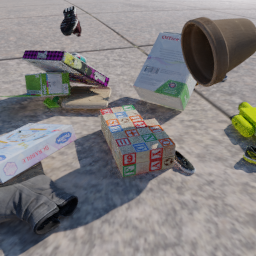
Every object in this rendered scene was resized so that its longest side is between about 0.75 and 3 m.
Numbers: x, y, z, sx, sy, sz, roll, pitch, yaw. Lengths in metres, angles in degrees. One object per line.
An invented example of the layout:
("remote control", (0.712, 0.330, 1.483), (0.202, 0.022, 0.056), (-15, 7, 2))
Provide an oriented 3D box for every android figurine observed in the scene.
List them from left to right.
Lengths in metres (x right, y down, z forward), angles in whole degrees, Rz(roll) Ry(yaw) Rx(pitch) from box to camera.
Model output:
("android figurine", (4.930, -0.131, 9.450), (2.530, 0.571, 2.780), (-4, 31, -7))

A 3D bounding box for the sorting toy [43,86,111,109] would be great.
("sorting toy", (-2.030, -1.208, 11.384), (2.587, 0.381, 1.912), (1, 29, 2))

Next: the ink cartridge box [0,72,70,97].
("ink cartridge box", (-3.658, -1.657, 10.758), (2.356, 0.893, 1.742), (-8, 12, -36))

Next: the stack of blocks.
("stack of blocks", (0.183, 0.242, 8.630), (1.534, 0.780, 2.664), (-10, 33, -15))

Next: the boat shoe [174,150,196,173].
("boat shoe", (1.572, 0.958, 7.984), (0.315, 0.260, 0.917), (-18, 36, -27))

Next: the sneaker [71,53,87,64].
("sneaker", (-2.976, -3.754, 15.341), (1.343, 0.562, 0.811), (25, 30, 33))

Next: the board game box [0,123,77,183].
("board game box", (-3.041, 0.548, 7.788), (2.324, 0.478, 2.319), (3, 26, 43))

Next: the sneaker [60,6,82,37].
("sneaker", (-1.489, -2.751, 7.756), (0.483, 0.737, 1.276), (-11, 50, 11))

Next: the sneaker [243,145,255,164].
("sneaker", (3.916, 0.825, 7.986), (1.147, 0.486, 0.427), (12, 35, 18))

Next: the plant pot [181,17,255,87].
("plant pot", (2.652, -2.340, 7.916), (1.666, 1.911, 1.911), (-23, 36, -8))

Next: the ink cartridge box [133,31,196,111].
("ink cartridge box", (1.744, -2.308, 11.092), (1.999, 1.204, 2.751), (18, 75, 27))

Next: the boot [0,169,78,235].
("boot", (-2.391, 1.823, 6.082), (1.566, 0.830, 2.380), (26, 43, 34))

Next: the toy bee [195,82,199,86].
("toy bee", (2.386, -2.128, 12.559), (1.582, 0.860, 1.036), (28, 41, -11))

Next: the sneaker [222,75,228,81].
("sneaker", (4.120, -2.865, 13.421), (1.454, 1.051, 0.553), (17, 34, 22))

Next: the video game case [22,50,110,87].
("video game case", (-2.532, -2.423, 11.475), (2.753, 0.493, 2.495), (14, -6, 40))
